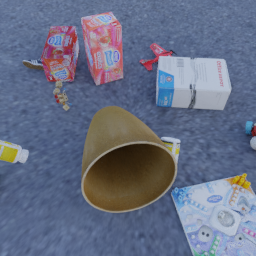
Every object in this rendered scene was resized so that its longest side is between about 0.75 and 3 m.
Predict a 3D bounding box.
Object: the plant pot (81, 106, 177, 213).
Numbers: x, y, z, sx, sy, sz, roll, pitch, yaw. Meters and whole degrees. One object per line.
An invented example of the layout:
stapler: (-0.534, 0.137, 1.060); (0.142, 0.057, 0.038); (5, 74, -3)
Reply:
plant pot: (-0.289, 0.611, 8.732); (2.696, 2.696, 2.893); (-12, 39, -10)

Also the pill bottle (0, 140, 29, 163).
pill bottle: (-3.818, 0.785, 9.036); (1.078, 0.600, 0.600); (22, 42, -31)

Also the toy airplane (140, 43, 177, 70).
toy airplane: (1.415, -3.260, 13.206); (1.973, 0.363, 1.973); (-1, 49, 1)

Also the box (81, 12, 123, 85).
box: (-1.015, -3.266, 11.739); (1.342, 2.615, 1.238); (-17, 52, -14)

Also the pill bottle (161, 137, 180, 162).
pill bottle: (1.321, 0.916, 9.218); (0.656, 0.656, 1.170); (9, 95, 7)

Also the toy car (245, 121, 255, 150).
toy car: (4.673, 0.427, 9.988); (1.014, 0.973, 1.100); (12, 80, 26)

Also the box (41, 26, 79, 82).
box: (-3.010, -3.404, 12.725); (1.228, 1.282, 2.572); (-1, 50, 0)

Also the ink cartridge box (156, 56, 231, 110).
ink cartridge box: (2.576, -1.877, 11.518); (2.746, 1.179, 2.011); (5, 51, 3)

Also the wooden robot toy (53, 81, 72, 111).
wooden robot toy: (-2.655, -1.154, 10.843); (0.540, 0.556, 1.225); (-17, 82, -41)

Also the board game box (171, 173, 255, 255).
board game box: (2.903, 2.686, 8.288); (2.583, 0.334, 2.583); (-10, 51, -9)

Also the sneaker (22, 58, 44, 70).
sneaker: (-4.285, -3.062, 13.020); (1.094, 0.384, 0.594); (13, 56, 2)
